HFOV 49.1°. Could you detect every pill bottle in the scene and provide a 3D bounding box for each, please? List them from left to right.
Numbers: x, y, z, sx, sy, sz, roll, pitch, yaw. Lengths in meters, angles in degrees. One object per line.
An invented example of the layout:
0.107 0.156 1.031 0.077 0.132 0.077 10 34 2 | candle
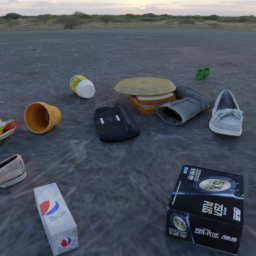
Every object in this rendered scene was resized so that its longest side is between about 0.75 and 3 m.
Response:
-2.222 -2.016 13.812 0.887 0.887 1.577 -13 27 -26 | pill bottle

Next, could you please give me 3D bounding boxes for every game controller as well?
-0.486 -0.231 10.507 1.447 0.584 2.774 -18 26 -4 | game controller

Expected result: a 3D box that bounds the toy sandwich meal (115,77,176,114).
0.840 -1.558 12.798 3.072 1.052 3.072 -1 21 0 | toy sandwich meal

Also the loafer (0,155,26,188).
-3.599 1.260 6.884 2.131 0.670 0.766 -22 32 -39 | loafer

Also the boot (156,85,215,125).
2.123 -0.985 11.782 2.564 0.930 2.331 -27 33 -33 | boot

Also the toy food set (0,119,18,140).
-4.623 0.087 9.438 1.753 0.431 1.771 -3 22 19 | toy food set

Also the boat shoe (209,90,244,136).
3.708 -0.579 10.555 1.116 0.971 3.027 7 25 16 | boat shoe

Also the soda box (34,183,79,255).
-1.524 1.817 5.821 0.506 0.544 1.595 -12 28 -25 | soda box

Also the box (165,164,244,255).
1.685 1.623 5.993 1.417 0.745 1.730 10 26 19 | box

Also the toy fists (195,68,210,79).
4.552 -3.287 17.049 1.086 0.554 0.373 -16 46 -31 | toy fists

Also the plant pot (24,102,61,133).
-3.020 -0.410 10.263 1.100 1.100 1.007 9 10 18 | plant pot
